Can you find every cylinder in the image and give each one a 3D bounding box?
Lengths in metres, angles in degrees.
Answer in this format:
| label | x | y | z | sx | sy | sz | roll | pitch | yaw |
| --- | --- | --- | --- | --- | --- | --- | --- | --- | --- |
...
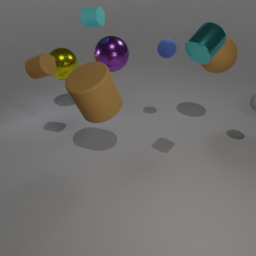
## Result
| label | x | y | z | sx | sy | sz | roll | pitch | yaw |
| --- | --- | --- | --- | --- | --- | --- | --- | --- | --- |
| cylinder | -1.349 | -4.250 | 10.746 | 0.700 | 0.700 | 0.700 | 5 | 30 | 22 |
| cylinder | -2.799 | -1.980 | 8.989 | 0.700 | 0.700 | 0.700 | -7 | 24 | 31 |
| cylinder | 1.833 | -1.999 | 6.632 | 0.700 | 0.700 | 0.700 | 29 | 72 | 40 |
| cylinder | -1.045 | -1.108 | 8.806 | 1.400 | 1.400 | 1.400 | -11 | 48 | 13 |

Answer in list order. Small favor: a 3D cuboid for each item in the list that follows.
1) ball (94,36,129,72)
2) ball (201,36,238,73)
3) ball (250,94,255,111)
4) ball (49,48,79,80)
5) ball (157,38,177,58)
| label | x | y | z | sx | sy | sz | roll | pitch | yaw |
| --- | --- | --- | --- | --- | --- | --- | --- | --- | --- |
| ball | -0.652 | -2.954 | 11.189 | 1.400 | 1.400 | 1.400 | 0 | 30 | 0 |
| ball | 3.371 | -2.769 | 10.530 | 1.400 | 1.400 | 1.400 | 0 | 30 | 0 |
| ball | 4.599 | -0.883 | 9.657 | 0.700 | 0.700 | 0.700 | 0 | 30 | 0 |
| ball | -2.876 | -2.807 | 12.303 | 1.400 | 1.400 | 1.400 | 0 | 30 | 0 |
| ball | 1.412 | -2.893 | 10.184 | 0.700 | 0.700 | 0.700 | 0 | 30 | 0 |
